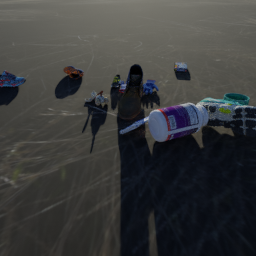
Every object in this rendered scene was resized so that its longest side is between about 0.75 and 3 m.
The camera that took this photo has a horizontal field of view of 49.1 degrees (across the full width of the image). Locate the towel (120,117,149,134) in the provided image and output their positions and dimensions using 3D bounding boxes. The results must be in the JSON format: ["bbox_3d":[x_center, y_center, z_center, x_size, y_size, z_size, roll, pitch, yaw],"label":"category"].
[{"bbox_3d":[0.283,-0.122,8.165,0.981,0.117,0.721,-30,5,-43],"label":"towel"}]

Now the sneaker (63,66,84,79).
[{"bbox_3d":[-2.462,-2.402,12.127,1.034,0.401,0.579,13,32,21],"label":"sneaker"}]

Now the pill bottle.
[{"bbox_3d":[1.431,-0.197,7.900,1.591,0.895,0.895,-13,33,-22],"label":"pill bottle"}]

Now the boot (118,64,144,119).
[{"bbox_3d":[0.084,-1.257,9.418,0.841,1.092,2.252,4,36,8],"label":"boot"}]

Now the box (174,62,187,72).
[{"bbox_3d":[2.462,-2.870,13.139,0.587,0.171,0.857,5,31,9],"label":"box"}]

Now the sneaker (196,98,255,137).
[{"bbox_3d":[3.219,-0.470,8.262,2.427,0.941,0.967,17,39,26],"label":"sneaker"}]

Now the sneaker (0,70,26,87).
[{"bbox_3d":[-4.783,-1.979,11.178,1.316,0.628,0.522,-5,31,-8],"label":"sneaker"}]

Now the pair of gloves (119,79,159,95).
[{"bbox_3d":[0.443,-1.632,11.052,1.619,0.184,1.302,7,33,14],"label":"pair of gloves"}]

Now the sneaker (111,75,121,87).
[{"bbox_3d":[-0.501,-1.910,11.333,0.314,0.357,0.843,4,31,8],"label":"sneaker"}]

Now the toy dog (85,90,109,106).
[{"bbox_3d":[-1.076,-1.147,9.950,0.925,0.445,0.610,22,37,33],"label":"toy dog"}]

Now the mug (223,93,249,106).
[{"bbox_3d":[3.542,-0.753,9.118,0.947,0.586,0.778,-10,27,-26],"label":"mug"}]
